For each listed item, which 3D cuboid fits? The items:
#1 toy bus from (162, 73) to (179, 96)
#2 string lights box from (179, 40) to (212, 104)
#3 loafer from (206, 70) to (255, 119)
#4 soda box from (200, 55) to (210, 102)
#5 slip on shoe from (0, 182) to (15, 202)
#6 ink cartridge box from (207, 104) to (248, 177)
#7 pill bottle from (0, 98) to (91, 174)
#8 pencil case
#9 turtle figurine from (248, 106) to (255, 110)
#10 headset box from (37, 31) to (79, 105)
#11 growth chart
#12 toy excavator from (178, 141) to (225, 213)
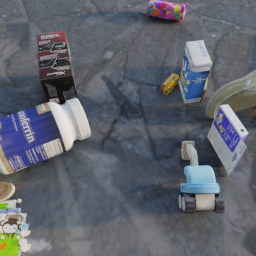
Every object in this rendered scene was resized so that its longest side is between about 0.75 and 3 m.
[{"bbox_3d":[1.726,-1.790,11.482,0.414,0.344,1.058,28,57,21],"label":"toy bus"},{"bbox_3d":[2.255,-1.865,9.621,0.597,2.026,1.041,-8,59,-2],"label":"string lights box"},{"bbox_3d":[4.164,-1.173,9.916,2.973,1.125,1.015,-35,47,10],"label":"loafer"},{"bbox_3d":[2.857,-2.108,11.506,0.749,0.708,2.212,11,52,9],"label":"soda box"},{"bbox_3d":[-4.345,1.883,8.440,1.719,0.521,0.653,-1,51,0],"label":"slip on shoe"},{"bbox_3d":[3.196,0.405,8.885,0.366,1.669,1.685,-10,53,-10],"label":"ink cartridge box"},{"bbox_3d":[-2.833,0.165,9.051,2.983,1.726,1.726,-22,55,-17],"label":"pill bottle"},{"bbox_3d":[2.031,-6.198,14.668,2.067,0.914,0.914,11,52,9],"label":"pencil case"},{"bbox_3d":[5.712,-0.673,10.259,2.610,0.841,2.105,-38,51,-12],"label":"turtle figurine"},{"bbox_3d":[-2.594,-2.024,10.512,1.122,2.163,2.907,-10,51,-8],"label":"headset box"},{"bbox_3d":[-3.485,2.896,7.874,1.394,0.171,1.927,-12,53,-11],"label":"growth chart"},{"bbox_3d":[2.047,1.360,8.391,1.074,2.092,2.151,1,80,1],"label":"toy excavator"}]
